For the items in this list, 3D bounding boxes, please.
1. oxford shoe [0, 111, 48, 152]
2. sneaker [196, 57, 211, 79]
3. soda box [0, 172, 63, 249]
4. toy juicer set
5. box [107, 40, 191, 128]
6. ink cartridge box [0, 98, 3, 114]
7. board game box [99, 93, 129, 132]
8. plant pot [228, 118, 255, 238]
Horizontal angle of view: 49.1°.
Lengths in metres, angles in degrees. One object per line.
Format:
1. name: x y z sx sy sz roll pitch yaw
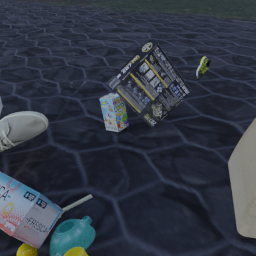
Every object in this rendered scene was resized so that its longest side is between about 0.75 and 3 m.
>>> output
1. oxford shoe: -2.847 0.225 6.391 2.214 0.832 0.639 -17 44 7
2. sneaker: 2.766 -2.175 10.218 0.309 0.831 0.351 -4 24 -44
3. soda box: -2.093 1.199 4.717 2.054 0.653 0.703 14 61 36
4. toy juicer set: -1.109 1.847 4.511 1.199 0.513 1.884 -18 16 0
5. box: 0.607 -1.038 7.151 1.505 1.868 0.459 -46 41 4
6. ink cartridge box: -3.879 -0.852 7.073 1.025 1.405 0.590 0 49 -8
7. board game box: -0.355 -0.417 7.439 0.474 0.905 0.466 9 29 39
8. plant pot: 3.075 0.686 5.009 2.020 1.788 2.017 6 35 10
